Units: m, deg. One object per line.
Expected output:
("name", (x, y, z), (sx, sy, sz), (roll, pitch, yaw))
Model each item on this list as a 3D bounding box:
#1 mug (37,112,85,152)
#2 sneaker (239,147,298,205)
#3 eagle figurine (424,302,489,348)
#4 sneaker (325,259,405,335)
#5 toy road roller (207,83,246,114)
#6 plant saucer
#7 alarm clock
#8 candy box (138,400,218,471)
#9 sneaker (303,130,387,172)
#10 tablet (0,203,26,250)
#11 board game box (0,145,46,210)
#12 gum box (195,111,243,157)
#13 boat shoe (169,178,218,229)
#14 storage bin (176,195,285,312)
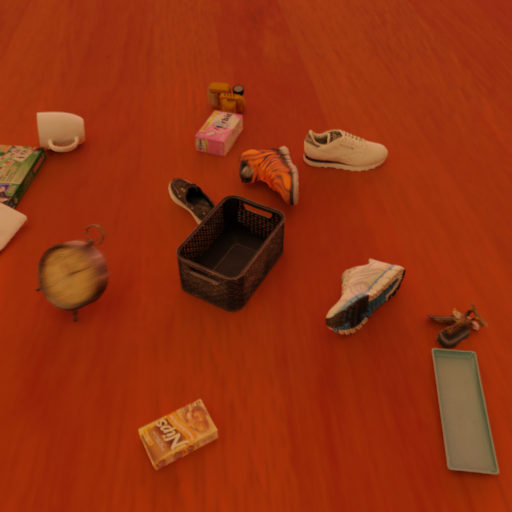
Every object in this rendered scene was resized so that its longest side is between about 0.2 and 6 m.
("mug", (-4.871, -3.049, 14.075), (1.078, 0.908, 1.229), (-6, 51, -16))
("sneaker", (0.254, -1.786, 12.847), (1.243, 0.860, 2.218), (-5, 33, -7))
("eagle figurine", (3.645, 1.222, 10.250), (0.924, 0.697, 0.701), (-29, 1, 12))
("sneaker", (1.880, 0.706, 10.624), (0.922, 0.797, 2.127), (30, 44, 33))
("toy road roller", (-0.832, -4.213, 15.353), (1.108, 0.681, 0.809), (9, 58, 8))
("plant saucer", (3.371, 2.502, 9.189), (0.769, 0.209, 2.201), (4, 45, 4))
("alarm clock", (-3.270, 0.202, 10.326), (1.241, 1.840, 0.612), (37, 21, 9))
("candy box", (-1.219, 2.802, 8.815), (1.090, 0.301, 0.629), (-22, 51, -21))
("sneaker", (2.210, -2.632, 13.703), (2.076, 0.836, 0.793), (0, 44, -2))
("tablet", (-5.564, -0.559, 11.849), (0.805, 0.084, 1.237), (27, 57, -2))
("board game box", (-6.213, -1.768, 13.185), (1.659, 0.359, 2.465), (4, 46, 5))
("gum box", (-0.929, -3.207, 14.500), (0.790, 0.460, 1.392), (15, 48, 14))
("boat shoe", (-1.418, -1.313, 12.568), (0.648, 0.614, 1.854), (-23, 50, -21))
("storage bin", (-0.464, -0.095, 11.149), (1.427, 0.989, 2.110), (22, 49, 20))
